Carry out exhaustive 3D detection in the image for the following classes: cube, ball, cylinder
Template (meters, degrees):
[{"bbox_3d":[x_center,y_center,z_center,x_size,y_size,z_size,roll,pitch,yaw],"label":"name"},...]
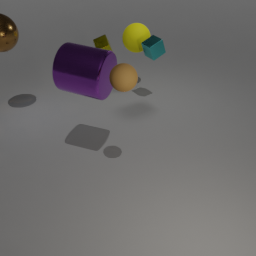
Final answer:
[{"bbox_3d":[1.120,-3.524,12.291,0.700,0.700,0.700,-37,47,-11],"label":"cube"},{"bbox_3d":[0.419,-4.450,13.845,1.400,1.400,1.400,0,32,0],"label":"ball"},{"bbox_3d":[-4.829,-3.550,10.463,1.400,1.400,1.400,0,32,0],"label":"ball"},{"bbox_3d":[-1.199,-1.627,8.037,1.400,1.400,1.400,15,35,14],"label":"cylinder"},{"bbox_3d":[-1.294,-4.242,14.460,0.700,0.700,0.700,-21,73,7],"label":"cube"},{"bbox_3d":[-0.110,-1.240,6.892,0.700,0.700,0.700,0,32,0],"label":"ball"}]
